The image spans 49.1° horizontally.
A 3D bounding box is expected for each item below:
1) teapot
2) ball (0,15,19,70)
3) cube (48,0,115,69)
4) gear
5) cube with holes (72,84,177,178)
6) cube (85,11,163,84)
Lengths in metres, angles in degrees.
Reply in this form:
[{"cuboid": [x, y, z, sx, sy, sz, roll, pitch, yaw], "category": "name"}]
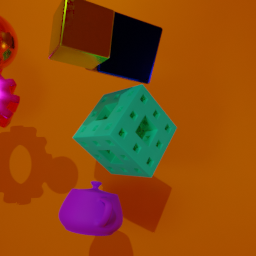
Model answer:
[{"cuboid": [-0.732, 1.576, 5.658, 1.261, 2.028, 0.993, 13, 77, -22], "category": "teapot"}, {"cuboid": [-2.376, -1.453, 4.719, 0.990, 0.990, 0.990, 0, 78, 0], "category": "ball"}, {"cuboid": [-0.813, -1.587, 4.798, 0.843, 0.843, 0.843, 8, 84, -27], "category": "cube"}, {"cuboid": [-3.482, -0.759, 6.056, 2.090, 0.387, 2.090, 22, 44, -23], "category": "gear"}, {"cuboid": [-0.049, 0.097, 5.889, 1.295, 1.295, 1.295, 47, 58, -27], "category": "cube with holes"}, {"cuboid": [-0.133, -1.611, 5.773, 1.120, 1.120, 1.120, 10, 99, -23], "category": "cube"}]
